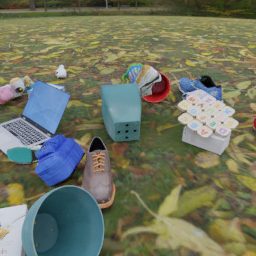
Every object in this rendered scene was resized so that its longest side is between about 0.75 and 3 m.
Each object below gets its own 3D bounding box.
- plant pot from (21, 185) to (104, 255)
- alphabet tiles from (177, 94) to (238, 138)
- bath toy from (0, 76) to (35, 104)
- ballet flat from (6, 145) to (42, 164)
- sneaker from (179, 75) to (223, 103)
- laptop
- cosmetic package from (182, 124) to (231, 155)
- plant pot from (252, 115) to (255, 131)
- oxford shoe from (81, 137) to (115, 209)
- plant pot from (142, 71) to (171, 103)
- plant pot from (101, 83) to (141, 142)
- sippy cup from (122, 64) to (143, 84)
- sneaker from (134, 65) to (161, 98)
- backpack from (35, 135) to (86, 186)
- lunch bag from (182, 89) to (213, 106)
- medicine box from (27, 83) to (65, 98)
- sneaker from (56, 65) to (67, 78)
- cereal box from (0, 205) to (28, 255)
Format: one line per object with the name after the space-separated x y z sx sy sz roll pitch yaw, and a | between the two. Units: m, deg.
-1.577 2.238 6.114 1.202 1.784 1.784 -21 12 39 | plant pot
2.956 -0.503 10.433 2.100 0.157 2.147 -34 59 -31 | alphabet tiles
-5.965 -1.628 13.707 1.096 1.290 2.965 34 43 13 | bath toy
-3.208 0.900 9.656 1.783 0.640 0.640 0 28 -7 | ballet flat
3.792 -2.204 14.509 1.142 1.297 2.908 -17 32 -29 | sneaker
-4.078 -0.534 11.042 2.827 1.638 2.647 -25 36 -38 | laptop
2.916 0.317 10.455 1.544 0.655 0.831 23 35 32 | cosmetic package
5.550 -0.231 11.243 0.862 0.947 0.947 -13 30 -10 | plant pot
-0.947 1.249 8.378 0.978 1.000 2.743 -5 29 -9 | oxford shoe
1.428 -2.213 14.445 1.616 1.616 1.430 5 18 10 | plant pot
-0.197 -0.540 11.261 1.538 1.537 2.176 -5 41 -9 | plant pot
0.590 -2.842 15.928 1.620 1.272 1.187 -38 35 19 | sippy cup
0.546 -1.606 12.421 1.050 2.394 0.906 24 38 -24 | sneaker
-2.208 1.008 8.577 1.146 1.183 1.410 -32 22 27 | backpack
3.346 -1.378 13.567 1.009 0.756 1.190 -17 43 -25 | lunch bag
-4.057 -1.652 14.082 1.272 0.719 1.397 13 31 21 | medicine box
-4.360 -3.634 17.959 0.638 0.560 1.593 -12 31 -16 | sneaker
-3.153 2.758 6.117 1.714 0.471 2.382 -7 29 -13 | cereal box
